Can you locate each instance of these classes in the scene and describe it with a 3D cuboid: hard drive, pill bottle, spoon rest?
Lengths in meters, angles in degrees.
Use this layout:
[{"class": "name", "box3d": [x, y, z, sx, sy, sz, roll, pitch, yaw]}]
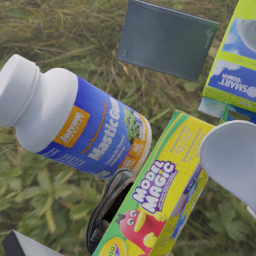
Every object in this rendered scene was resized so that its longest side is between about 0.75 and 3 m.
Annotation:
[{"class": "hard drive", "box3d": [0.894, -2.061, 6.687, 2.096, 1.463, 0.345, 16, 32, 1]}, {"class": "hard drive", "box3d": [-0.866, 1.855, 3.465, 0.223, 1.354, 0.945, -47, 42, -12]}, {"class": "pill bottle", "box3d": [-0.974, -0.109, 4.917, 2.651, 1.486, 1.486, 28, 46, -34]}, {"class": "spoon rest", "box3d": [1.343, 0.547, 3.191, 0.740, 1.490, 0.452, -30, 25, 11]}]

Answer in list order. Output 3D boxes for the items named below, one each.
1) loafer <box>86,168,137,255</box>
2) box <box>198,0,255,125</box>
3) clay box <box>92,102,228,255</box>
[{"class": "loafer", "box3d": [-0.249, 1.379, 4.375, 0.541, 0.474, 1.506, 20, 90, -22]}, {"class": "box", "box3d": [2.629, -1.361, 5.606, 1.630, 0.637, 2.674, 21, 81, 12]}, {"class": "clay box", "box3d": [0.598, 1.053, 4.241, 0.703, 1.698, 2.955, 25, 78, 25]}]
